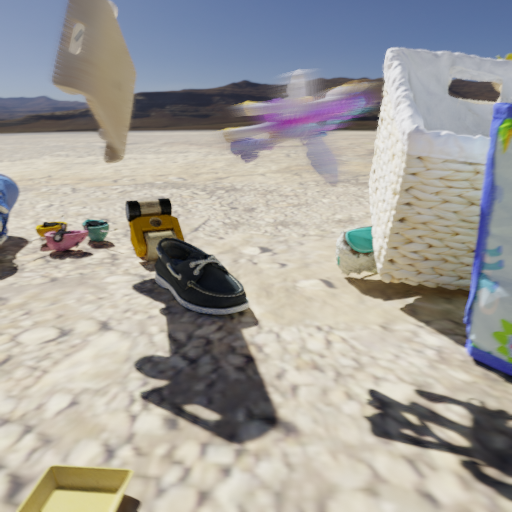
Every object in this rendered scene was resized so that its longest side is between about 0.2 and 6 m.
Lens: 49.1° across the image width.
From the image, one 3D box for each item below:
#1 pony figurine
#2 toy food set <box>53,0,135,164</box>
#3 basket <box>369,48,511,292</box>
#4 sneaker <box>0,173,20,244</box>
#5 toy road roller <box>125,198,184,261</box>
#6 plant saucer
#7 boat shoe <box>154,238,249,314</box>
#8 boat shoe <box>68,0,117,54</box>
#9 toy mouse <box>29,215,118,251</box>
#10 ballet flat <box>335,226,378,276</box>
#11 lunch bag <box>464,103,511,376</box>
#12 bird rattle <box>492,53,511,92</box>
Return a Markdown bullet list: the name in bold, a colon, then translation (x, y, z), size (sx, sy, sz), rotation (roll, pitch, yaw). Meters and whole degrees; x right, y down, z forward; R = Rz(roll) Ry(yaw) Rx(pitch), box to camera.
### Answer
- **pony figurine**: translation (0.434, -1.498, 6.279), size (1.529, 1.273, 1.476), rotation (-9, 33, 28)
- **toy food set**: translation (-2.497, -2.682, 8.739), size (0.683, 1.623, 2.262), rotation (3, -18, 3)
- **basket**: translation (2.995, -1.179, 7.543), size (2.782, 2.258, 2.807), rotation (7, 40, 1)
- **sneaker**: translation (-4.849, -0.595, 9.671), size (1.356, 1.333, 3.522), rotation (10, 23, -2)
- **toy road roller**: translation (-1.788, -0.339, 9.634), size (0.788, 0.936, 1.283), rotation (-7, 54, -24)
- **plant saucer**: translation (-1.147, 1.583, 3.550), size (0.602, 0.146, 0.602), rotation (1, 15, 5)
- **boat shoe**: translation (-0.811, 0.231, 7.484), size (0.783, 0.625, 2.071), rotation (-12, 20, -37)
- **boat shoe**: translation (-3.121, -4.287, 10.779), size (1.528, 0.550, 0.524), rotation (-40, -4, 28)
- **toy mouse**: translation (-3.230, -0.370, 10.142), size (1.625, 0.354, 1.828), rotation (3, 16, 11)
- **ballet flat**: translation (2.248, -0.138, 8.508), size (2.382, 0.855, 0.855), rotation (-6, 17, -15)
- **lunch bag**: translation (3.464, -0.016, 4.783), size (3.019, 2.567, 1.924), rotation (9, 17, 29)
- **bird rattle**: translation (4.690, -3.345, 10.596), size (0.753, 0.924, 0.520), rotation (-16, 11, -30)
